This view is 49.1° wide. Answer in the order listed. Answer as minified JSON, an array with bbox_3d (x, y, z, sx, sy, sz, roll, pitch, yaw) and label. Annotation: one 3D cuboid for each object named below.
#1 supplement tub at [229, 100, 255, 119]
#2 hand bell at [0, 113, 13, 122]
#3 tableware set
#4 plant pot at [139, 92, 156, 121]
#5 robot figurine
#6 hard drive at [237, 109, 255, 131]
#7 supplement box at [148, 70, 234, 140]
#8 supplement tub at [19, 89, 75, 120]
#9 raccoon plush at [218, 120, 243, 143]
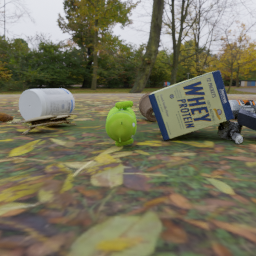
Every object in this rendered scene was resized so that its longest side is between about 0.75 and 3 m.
[{"bbox_3d":[5.872,-0.943,14.249,1.576,0.966,0.966,0,9,-4],"label":"supplement tub"},{"bbox_3d":[-6.649,-0.635,12.923,2.521,1.313,1.313,9,5,-25],"label":"hand bell"},{"bbox_3d":[-3.048,-0.178,11.016,1.739,0.527,2.630,-10,1,11],"label":"tableware set"},{"bbox_3d":[1.192,-0.903,13.576,1.375,1.375,1.199,0,27,2],"label":"plant pot"},{"bbox_3d":[-0.192,-0.134,7.968,0.860,1.304,1.486,2,19,-1],"label":"robot figurine"},{"bbox_3d":[4.518,-0.056,8.820,2.132,0.451,1.438,21,16,19],"label":"hard drive"},{"bbox_3d":[2.076,-0.833,9.643,2.315,1.554,2.313,-19,6,10],"label":"supplement box"},{"bbox_3d":[-3.866,-1.140,13.611,1.555,1.555,2.357,5,9,28],"label":"supplement tub"},{"bbox_3d":[3.507,0.228,9.026,0.898,0.649,1.341,11,34,-19],"label":"raccoon plush"}]
